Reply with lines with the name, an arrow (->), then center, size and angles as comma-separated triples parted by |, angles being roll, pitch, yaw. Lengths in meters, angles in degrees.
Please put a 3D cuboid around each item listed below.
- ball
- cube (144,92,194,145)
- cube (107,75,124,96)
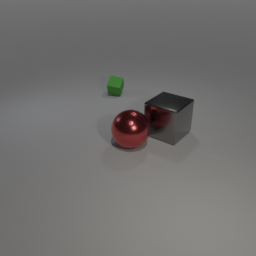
ball -> 0.095, 0.038, 10.035 | 1.400, 1.400, 1.400 | 0, 28, 0
cube -> 1.562, -0.417, 10.840 | 1.400, 1.400, 1.400 | 20, 36, 32
cube -> -0.641, -2.193, 14.516 | 0.700, 0.700, 0.700 | 13, 62, 8
